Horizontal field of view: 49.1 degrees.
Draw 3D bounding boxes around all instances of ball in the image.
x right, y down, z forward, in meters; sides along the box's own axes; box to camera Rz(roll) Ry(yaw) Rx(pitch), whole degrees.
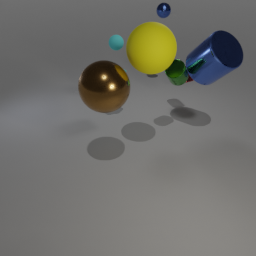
[{"bbox_3d":[-0.547,-3.951,12.966,0.700,0.700,0.700,0,30,0],"label":"ball"},{"bbox_3d":[1.723,-5.673,13.520,0.700,0.700,0.700,0,30,0],"label":"ball"},{"bbox_3d":[-0.633,-1.102,7.526,1.400,1.400,1.400,0,30,0],"label":"ball"},{"bbox_3d":[0.646,-2.205,7.786,1.400,1.400,1.400,0,30,0],"label":"ball"}]

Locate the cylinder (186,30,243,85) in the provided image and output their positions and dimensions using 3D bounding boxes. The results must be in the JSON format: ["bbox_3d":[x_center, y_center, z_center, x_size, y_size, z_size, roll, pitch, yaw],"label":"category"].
[{"bbox_3d":[2.961,-2.390,9.704,1.400,1.400,1.400,-17,-8,-27],"label":"cylinder"}]

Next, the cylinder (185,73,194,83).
[{"bbox_3d":[2.431,-2.307,12.084,0.700,0.700,0.700,-13,8,2],"label":"cylinder"}]

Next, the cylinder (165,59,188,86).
[{"bbox_3d":[1.694,-1.916,9.713,0.700,0.700,0.700,15,-8,24],"label":"cylinder"}]
